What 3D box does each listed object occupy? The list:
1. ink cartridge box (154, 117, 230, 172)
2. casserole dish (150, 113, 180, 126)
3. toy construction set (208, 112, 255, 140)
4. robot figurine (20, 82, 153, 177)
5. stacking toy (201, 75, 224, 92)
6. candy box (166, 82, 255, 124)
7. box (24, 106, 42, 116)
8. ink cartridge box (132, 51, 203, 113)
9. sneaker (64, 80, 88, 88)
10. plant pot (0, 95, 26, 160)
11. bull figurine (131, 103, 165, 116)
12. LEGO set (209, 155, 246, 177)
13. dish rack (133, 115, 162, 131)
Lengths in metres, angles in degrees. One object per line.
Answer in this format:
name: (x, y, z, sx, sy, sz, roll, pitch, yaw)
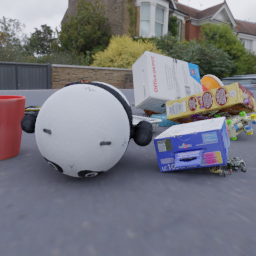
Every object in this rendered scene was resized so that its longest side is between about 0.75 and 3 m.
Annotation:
ink cartridge box: (1.368, 0.334, 5.845, 1.321, 0.739, 1.937, -11, 4, 23)
casserole dish: (1.745, -0.374, 11.589, 1.976, 0.383, 1.197, -6, 12, -34)
toy construction set: (3.248, -0.128, 8.885, 1.168, 0.820, 1.781, -24, 1, 3)
robot figurine: (-0.784, -0.047, 5.857, 2.148, 1.784, 2.858, -33, 7, 7)
stacking toy: (3.443, -1.359, 14.546, 2.883, 2.106, 2.106, -23, 16, -14)
candy box: (2.790, -0.724, 9.599, 2.597, 0.733, 1.515, -15, -18, 38)
box: (-3.858, -0.763, 13.426, 2.075, 0.512, 1.657, 0, 12, -3)
ink cartridge box: (1.732, -1.834, 12.112, 2.910, 2.124, 1.227, 7, -22, -28)
sneaker: (-1.834, -0.718, 9.201, 1.001, 1.446, 2.581, -10, 21, 24)
plant pot: (-3.209, -0.029, 6.611, 1.595, 1.412, 1.595, 0, 9, 0)
bull figurine: (1.061, -1.044, 13.856, 1.398, 0.750, 2.303, 22, 0, -13)
LEGO set: (2.059, 0.717, 5.660, 0.634, 0.277, 0.977, 6, 12, 30)
dish rack: (-0.104, -0.098, 9.725, 1.871, 0.475, 2.180, -8, 13, -32)
